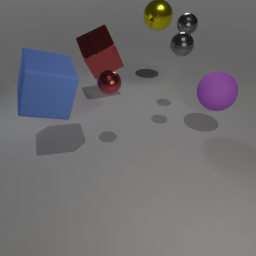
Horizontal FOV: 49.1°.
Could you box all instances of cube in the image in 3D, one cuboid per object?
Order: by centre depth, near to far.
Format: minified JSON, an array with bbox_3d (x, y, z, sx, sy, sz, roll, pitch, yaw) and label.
[{"bbox_3d":[-2.314,-1.227,7.913,1.400,1.400,1.400,4,36,-25],"label":"cube"},{"bbox_3d":[-1.201,-3.265,12.112,1.400,1.400,1.400,-25,60,3],"label":"cube"}]

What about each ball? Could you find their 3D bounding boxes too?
[{"bbox_3d":[-0.533,-1.296,7.952,0.700,0.700,0.700,0,31,0],"label":"ball"},{"bbox_3d":[1.613,-2.491,8.343,0.700,0.700,0.700,0,31,0],"label":"ball"},{"bbox_3d":[2.000,-3.505,9.436,0.700,0.700,0.700,0,31,0],"label":"ball"},{"bbox_3d":[3.154,-1.296,9.913,1.400,1.400,1.400,0,31,0],"label":"ball"},{"bbox_3d":[1.418,-5.310,13.199,1.400,1.400,1.400,0,31,0],"label":"ball"}]
